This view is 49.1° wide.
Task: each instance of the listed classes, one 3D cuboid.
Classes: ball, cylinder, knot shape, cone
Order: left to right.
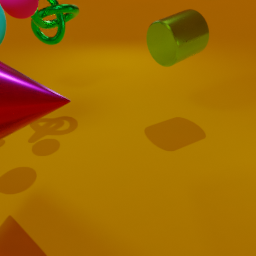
[{"bbox_3d":[-2.358,-2.793,6.050,0.814,0.814,0.814,0,30,0],"label":"ball"},{"bbox_3d":[-1.615,-0.418,4.299,1.581,1.575,1.575,2,30,13],"label":"cone"},{"bbox_3d":[-2.096,-3.232,8.110,1.447,1.547,0.715,-22,58,-18],"label":"knot shape"},{"bbox_3d":[1.378,-2.516,7.840,1.262,1.262,1.262,-29,40,-26],"label":"cylinder"}]

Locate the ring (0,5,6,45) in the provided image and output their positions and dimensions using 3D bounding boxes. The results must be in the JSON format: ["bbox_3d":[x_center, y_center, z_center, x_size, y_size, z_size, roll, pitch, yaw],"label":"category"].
[{"bbox_3d":[-4.113,-2.782,7.345,1.845,1.845,0.369,2,12,3],"label":"ring"}]
